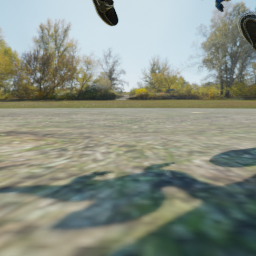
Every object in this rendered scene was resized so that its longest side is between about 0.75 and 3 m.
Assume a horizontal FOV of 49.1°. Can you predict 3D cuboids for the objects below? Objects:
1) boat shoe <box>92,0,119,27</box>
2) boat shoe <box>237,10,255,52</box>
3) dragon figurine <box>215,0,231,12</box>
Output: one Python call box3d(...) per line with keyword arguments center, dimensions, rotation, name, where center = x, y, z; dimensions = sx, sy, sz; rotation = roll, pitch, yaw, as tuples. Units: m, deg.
box3d(center=(-0.731, -3.978, 8.943), dimensions=(0.584, 0.621, 1.729), rotation=(24, -22, 40), name="boat shoe")
box3d(center=(2.944, -1.786, 5.865), dimensions=(0.579, 1.637, 0.521), rotation=(-43, 10, 34), name="boat shoe")
box3d(center=(1.910, -3.131, 5.876), dimensions=(1.916, 0.953, 0.564), rotation=(31, 40, -1), name="dragon figurine")
